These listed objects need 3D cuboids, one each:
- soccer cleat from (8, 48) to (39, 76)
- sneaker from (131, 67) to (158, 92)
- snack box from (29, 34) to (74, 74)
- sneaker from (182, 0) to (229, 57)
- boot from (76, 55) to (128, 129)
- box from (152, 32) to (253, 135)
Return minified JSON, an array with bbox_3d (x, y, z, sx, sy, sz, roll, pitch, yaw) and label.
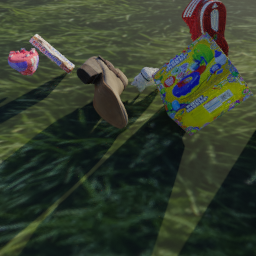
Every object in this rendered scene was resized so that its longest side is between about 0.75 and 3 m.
[{"bbox_3d":[-3.104,-1.941,8.566,0.770,0.882,2.307,-5,21,-11],"label":"soccer cleat"},{"bbox_3d":[0.695,-1.582,9.240,1.345,0.773,0.505,-3,64,-50],"label":"sneaker"},{"bbox_3d":[-2.596,-2.550,9.682,1.646,0.200,0.592,39,22,-21],"label":"snack box"},{"bbox_3d":[2.475,-2.956,9.182,1.053,2.687,1.552,-12,42,-9],"label":"sneaker"},{"bbox_3d":[-0.483,-1.223,8.649,2.415,0.848,1.766,55,31,1],"label":"boot"},{"bbox_3d":[1.948,-1.212,7.748,1.954,1.192,1.882,-37,41,20],"label":"box"}]
